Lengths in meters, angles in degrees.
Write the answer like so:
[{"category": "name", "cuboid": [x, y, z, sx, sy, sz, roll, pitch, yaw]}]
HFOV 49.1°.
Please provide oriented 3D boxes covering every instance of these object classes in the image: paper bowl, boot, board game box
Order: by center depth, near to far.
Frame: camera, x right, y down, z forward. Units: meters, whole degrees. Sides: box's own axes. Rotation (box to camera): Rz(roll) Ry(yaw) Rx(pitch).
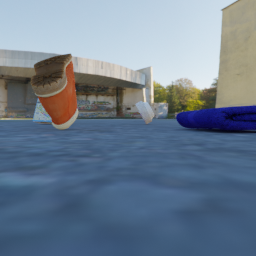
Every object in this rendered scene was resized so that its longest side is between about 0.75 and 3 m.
[{"category": "boot", "cuboid": [-1.701, -0.993, 6.916, 0.929, 1.327, 2.476, -14, 34, 3]}, {"category": "board game box", "cuboid": [-3.062, -0.884, 11.468, 2.115, 1.422, 0.362, 3, -12, 42]}, {"category": "paper bowl", "cuboid": [0.734, -0.678, 11.545, 0.498, 0.958, 0.958, -29, 1, 3]}]

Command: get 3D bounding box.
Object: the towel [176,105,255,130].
[{"category": "towel", "cuboid": [2.133, -0.164, 6.009, 1.602, 0.538, 2.170, -5, 2, -10]}]
